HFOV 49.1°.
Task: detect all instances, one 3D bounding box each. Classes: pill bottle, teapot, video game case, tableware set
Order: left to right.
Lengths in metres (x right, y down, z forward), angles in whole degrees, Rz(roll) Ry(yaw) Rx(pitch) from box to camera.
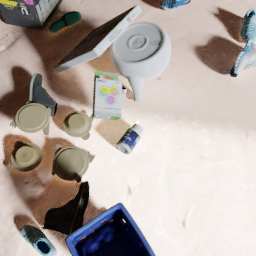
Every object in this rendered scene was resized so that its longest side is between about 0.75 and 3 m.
[{"bbox_3d":[-2.426,0.397,8.959,2.925,0.339,2.443,9,65,0],"label":"tableware set"},{"bbox_3d":[-1.190,-3.203,10.323,2.976,0.341,2.708,-4,43,51],"label":"video game case"},{"bbox_3d":[0.086,0.334,8.997,0.540,0.540,0.972,27,60,16],"label":"pill bottle"},{"bbox_3d":[0.543,-2.556,10.168,2.329,1.701,2.299,-34,59,-2],"label":"teapot"}]

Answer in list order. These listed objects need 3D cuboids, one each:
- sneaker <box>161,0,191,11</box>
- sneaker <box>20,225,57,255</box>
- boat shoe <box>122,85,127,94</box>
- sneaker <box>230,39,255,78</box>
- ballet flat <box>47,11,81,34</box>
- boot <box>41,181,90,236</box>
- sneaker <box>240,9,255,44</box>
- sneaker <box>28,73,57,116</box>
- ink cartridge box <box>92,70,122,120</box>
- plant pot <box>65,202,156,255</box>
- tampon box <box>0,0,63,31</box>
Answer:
[{"bbox_3d":[2.148,-6.024,13.146,1.733,0.650,0.751,-25,54,-25],"label":"sneaker"},{"bbox_3d":[-2.366,2.916,7.338,1.232,0.505,0.455,29,61,17],"label":"sneaker"},{"bbox_3d":[-0.355,-1.580,10.394,0.841,0.275,0.309,33,63,19],"label":"boat shoe"},{"bbox_3d":[4.673,-2.596,10.797,0.905,0.783,2.089,32,63,13],"label":"sneaker"},{"bbox_3d":[-2.844,-4.692,12.285,1.699,0.600,0.600,-39,65,-23],"label":"ballet flat"},{"bbox_3d":[-1.717,2.160,7.821,1.064,0.596,1.538,6,56,10],"label":"boot"},{"bbox_3d":[5.187,-4.365,11.912,0.689,0.763,1.863,4,57,4],"label":"sneaker"},{"bbox_3d":[-2.961,-1.137,9.952,0.948,0.667,1.785,1,67,-5],"label":"sneaker"},{"bbox_3d":[-0.662,-1.117,8.993,0.860,0.491,1.657,5,76,-16],"label":"ink cartridge box"},{"bbox_3d":[-0.390,3.016,6.718,1.597,1.436,1.597,-29,62,-17],"label":"plant pot"},{"bbox_3d":[-4.278,-5.844,12.387,1.873,1.577,2.499,13,58,8],"label":"tampon box"}]
